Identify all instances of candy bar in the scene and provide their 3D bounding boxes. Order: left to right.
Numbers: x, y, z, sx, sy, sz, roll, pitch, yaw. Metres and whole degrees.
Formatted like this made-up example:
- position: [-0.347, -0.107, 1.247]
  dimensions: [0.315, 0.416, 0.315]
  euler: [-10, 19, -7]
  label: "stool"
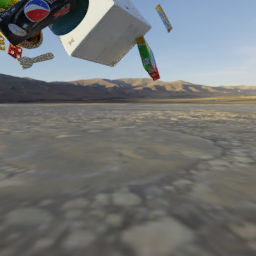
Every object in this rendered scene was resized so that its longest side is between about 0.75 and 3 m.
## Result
- position: [1.194, -3.614, 9.254]
  dimensions: [0.115, 1.039, 0.259]
  euler: [-17, -13, -38]
  label: "candy bar"

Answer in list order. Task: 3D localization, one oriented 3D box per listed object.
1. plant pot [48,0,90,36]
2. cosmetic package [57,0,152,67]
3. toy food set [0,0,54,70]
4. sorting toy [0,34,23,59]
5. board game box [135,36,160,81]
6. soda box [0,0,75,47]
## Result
- position: [-1.469, -2.661, 6.073]
  dimensions: [1.067, 0.719, 1.067]
  euler: [-43, -6, -6]
  label: "plant pot"
- position: [-0.914, -3.329, 8.546]
  dimensions: [1.946, 1.958, 2.340]
  euler: [-41, -16, 25]
  label: "cosmetic package"
- position: [-2.452, -2.364, 6.304]
  dimensions: [0.395, 1.969, 1.359]
  euler: [-29, 9, 34]
  label: "toy food set"
- position: [-3.459, -3.418, 8.620]
  dimensions: [0.467, 2.759, 1.330]
  euler: [-11, -29, 26]
  label: "sorting toy"
- position: [0.674, -2.247, 9.192]
  dimensions: [0.275, 1.045, 1.365]
  euler: [-18, -13, 15]
  label: "board game box"
- position: [-1.646, -2.062, 5.020]
  dimensions: [1.396, 0.442, 0.494]
  euler: [-36, 1, -8]
  label: "soda box"
